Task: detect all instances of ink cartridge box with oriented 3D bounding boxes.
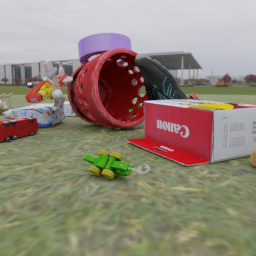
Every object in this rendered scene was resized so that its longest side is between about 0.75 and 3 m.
[{"bbox_3d":[1.604,-0.060,7.140,2.455,1.173,2.796,-6,11,-28],"label":"ink cartridge box"},{"bbox_3d":[-2.729,-1.044,15.033,1.700,0.715,1.241,-3,9,-17],"label":"ink cartridge box"}]

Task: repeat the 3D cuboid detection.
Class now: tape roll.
[{"bbox_3d":[-0.917,-3.096,11.315,2.151,0.706,2.151,-4,-4,0],"label":"tape roll"}]

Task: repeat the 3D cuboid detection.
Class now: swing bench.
[{"bbox_3d":[-7.345,-1.272,15.385,1.768,1.147,1.758,-7,10,-9],"label":"swing bench"}]

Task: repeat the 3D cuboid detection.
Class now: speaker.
[{"bbox_3d":[0.790,-1.001,14.457,0.839,0.839,1.897,4,10,24],"label":"speaker"}]

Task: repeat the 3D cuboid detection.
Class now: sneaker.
[{"bbox_3d":[1.077,-1.079,8.874,2.892,1.146,1.090,44,3,-29],"label":"sneaker"}]

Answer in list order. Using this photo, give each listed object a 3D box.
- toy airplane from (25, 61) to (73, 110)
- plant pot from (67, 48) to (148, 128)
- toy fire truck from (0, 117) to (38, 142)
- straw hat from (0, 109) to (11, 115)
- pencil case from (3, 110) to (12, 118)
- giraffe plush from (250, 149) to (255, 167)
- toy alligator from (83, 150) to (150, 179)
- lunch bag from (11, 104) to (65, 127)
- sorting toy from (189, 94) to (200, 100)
[{"bbox_3d":[-2.698,-1.451,10.231,1.183,1.669,1.676,40,14,33],"label":"toy airplane"},{"bbox_3d":[-0.763,-1.377,10.847,2.852,2.852,2.597,-7,2,-38],"label":"plant pot"},{"bbox_3d":[-4.094,0.036,8.499,1.657,0.573,2.349,3,9,20],"label":"toy fire truck"},{"bbox_3d":[-5.291,-0.368,10.734,1.658,0.702,1.658,-1,3,0],"label":"straw hat"},{"bbox_3d":[-5.494,-0.679,13.571,1.084,0.451,0.492,4,7,25],"label":"pencil case"},{"bbox_3d":[3.280,0.100,5.223,1.771,1.436,1.528,-5,10,-28],"label":"giraffe plush"},{"bbox_3d":[-0.186,0.701,4.900,1.469,0.436,0.399,6,-30,36],"label":"toy alligator"},{"bbox_3d":[-3.667,-0.544,11.537,1.771,0.835,2.210,-1,9,7],"label":"lunch bag"},{"bbox_3d":[3.261,-0.816,13.097,0.693,1.689,1.015,-36,-33,3],"label":"sorting toy"}]
